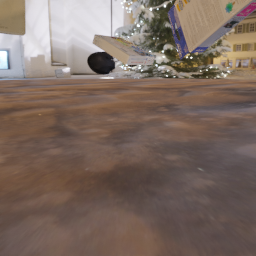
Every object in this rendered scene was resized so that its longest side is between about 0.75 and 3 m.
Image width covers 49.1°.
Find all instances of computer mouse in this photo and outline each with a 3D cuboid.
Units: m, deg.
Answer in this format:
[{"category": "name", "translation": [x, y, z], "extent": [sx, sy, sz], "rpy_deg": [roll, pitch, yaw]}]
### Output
[{"category": "computer mouse", "translation": [-0.398, -2.392, 9.919], "extent": [0.447, 0.769, 2.624], "rpy_deg": [-25, -2, 41]}]

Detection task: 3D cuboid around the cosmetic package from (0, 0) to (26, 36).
[{"category": "cosmetic package", "translation": [-2.483, -2.752, 5.499], "extent": [0.886, 1.711, 0.625], "rpy_deg": [-3, 15, -24]}]

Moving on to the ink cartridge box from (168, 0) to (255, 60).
[{"category": "ink cartridge box", "translation": [2.271, -3.398, 7.863], "extent": [0.629, 1.790, 2.999], "rpy_deg": [-9, -12, -28]}]

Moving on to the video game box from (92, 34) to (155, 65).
[{"category": "video game box", "translation": [-0.096, -1.943, 6.974], "extent": [1.210, 0.283, 1.102], "rpy_deg": [38, 33, 27]}]
